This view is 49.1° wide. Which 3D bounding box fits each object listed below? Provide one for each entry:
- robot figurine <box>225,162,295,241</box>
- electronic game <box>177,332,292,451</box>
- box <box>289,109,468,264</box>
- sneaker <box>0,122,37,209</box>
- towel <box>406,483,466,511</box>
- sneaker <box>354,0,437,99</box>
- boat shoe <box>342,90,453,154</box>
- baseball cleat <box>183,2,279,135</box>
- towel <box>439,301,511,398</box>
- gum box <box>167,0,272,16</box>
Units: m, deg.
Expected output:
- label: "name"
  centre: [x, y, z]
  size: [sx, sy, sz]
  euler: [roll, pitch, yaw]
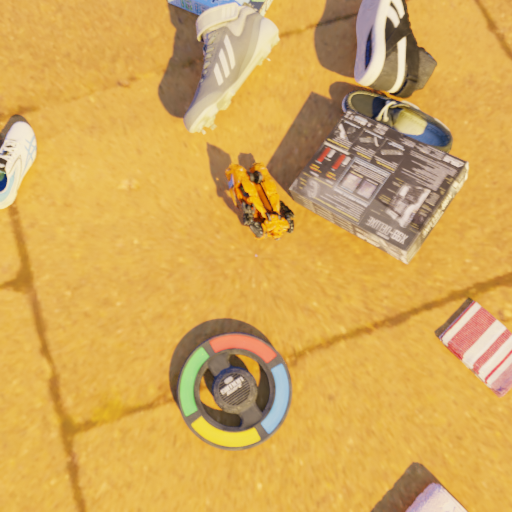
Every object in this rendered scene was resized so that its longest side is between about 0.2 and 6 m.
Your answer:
- label: "robot figurine"
  centre: [0.073, -1.089, 11.571]
  size: [1.301, 0.522, 1.794]
  euler: [-10, 71, -38]
- label: "electronic game"
  centre: [-0.407, 2.538, 10.614]
  size: [2.193, 0.456, 2.193]
  euler: [0, 73, 0]
- label: "box"
  centre: [2.427, -1.454, 11.260]
  size: [2.792, 0.695, 2.202]
  euler: [31, 80, 25]
- label: "sneaker"
  centre: [-5.245, -1.998, 11.898]
  size: [0.729, 0.735, 2.028]
  euler: [10, 72, 4]
- label: "towel"
  centre: [3.139, 6.038, 9.515]
  size: [3.019, 0.487, 2.884]
  euler: [-43, 77, -13]
- label: "sneaker"
  centre: [3.220, -4.850, 12.595]
  size: [1.761, 1.150, 3.148]
  euler: [19, 69, -19]
- label: "boat shoe"
  centre: [3.060, -2.940, 12.070]
  size: [2.574, 0.777, 0.973]
  euler: [26, 87, 8]
- label: "baseball cleat"
  centre: [-0.897, -4.142, 12.088]
  size: [1.742, 1.141, 3.273]
  euler: [39, 67, -8]
- label: "towel"
  centre: [4.552, 1.807, 10.993]
  size: [1.153, 0.182, 1.601]
  euler: [-42, 77, -13]
- label: "gum box"
  centre: [-0.708, -6.522, 13.419]
  size: [2.260, 0.504, 1.921]
  euler: [24, 74, 7]
